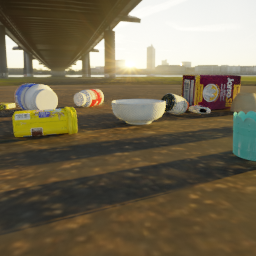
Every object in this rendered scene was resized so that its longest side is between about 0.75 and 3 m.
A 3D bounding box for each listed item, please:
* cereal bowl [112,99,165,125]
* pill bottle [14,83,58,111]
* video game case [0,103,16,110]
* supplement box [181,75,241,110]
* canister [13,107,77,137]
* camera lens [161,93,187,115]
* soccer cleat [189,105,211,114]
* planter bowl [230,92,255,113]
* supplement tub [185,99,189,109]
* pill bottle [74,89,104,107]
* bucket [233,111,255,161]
[{"bbox_3d":[0.374,-0.586,10.095,1.924,0.801,1.924,1,11,0],"label":"cereal bowl"},{"bbox_3d":[-4.052,-1.298,12.433,1.323,1.323,2.362,-9,14,-38],"label":"pill bottle"},{"bbox_3d":[-7.087,-1.074,14.124,2.019,0.257,1.824,3,11,18],"label":"video game case"},{"bbox_3d":[4.172,-1.838,14.241,2.643,1.730,1.364,-4,13,-18],"label":"supplement box"},{"bbox_3d":[-2.420,-0.181,8.208,1.691,0.732,1.256,-5,12,-17],"label":"canister"},{"bbox_3d":[1.943,-1.004,11.920,0.813,0.813,1.016,11,1,45],"label":"camera lens"},{"bbox_3d":[3.181,-0.826,12.595,1.049,0.360,0.447,14,13,35],"label":"soccer cleat"},{"bbox_3d":[5.549,-1.226,13.237,1.325,0.892,1.325,0,10,0],"label":"planter bowl"},{"bbox_3d":[2.493,-1.116,13.345,0.626,0.626,1.022,-2,12,-10],"label":"supplement tub"},{"bbox_3d":[-2.133,-1.612,15.176,0.923,0.923,1.644,6,13,30],"label":"pill bottle"},{"bbox_3d":[2.902,0.152,5.989,1.376,0.895,1.376,0,11,0],"label":"bucket"}]
